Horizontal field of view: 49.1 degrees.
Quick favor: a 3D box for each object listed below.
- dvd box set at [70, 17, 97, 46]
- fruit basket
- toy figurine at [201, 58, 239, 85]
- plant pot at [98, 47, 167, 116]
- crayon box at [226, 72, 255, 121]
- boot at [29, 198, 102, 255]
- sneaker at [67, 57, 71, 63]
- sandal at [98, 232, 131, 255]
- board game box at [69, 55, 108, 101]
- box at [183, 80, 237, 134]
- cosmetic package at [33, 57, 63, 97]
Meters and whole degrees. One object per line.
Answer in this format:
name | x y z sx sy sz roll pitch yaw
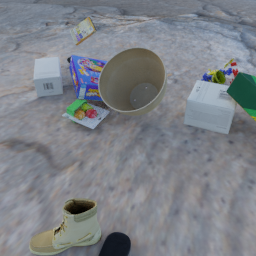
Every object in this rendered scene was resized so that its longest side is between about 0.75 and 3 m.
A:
dvd box set | -1.424 -3.065 8.864 0.809 0.119 0.592 -31 70 16
fruit basket | -1.460 -0.466 9.797 1.261 0.591 1.168 26 42 11
toy figurine | 3.648 -1.983 11.726 1.344 1.183 2.243 -7 23 42
plant pot | 0.346 -1.337 9.427 2.248 1.509 2.248 -7 71 19
crayon box | 4.877 -0.523 8.573 2.870 0.837 2.476 7 36 -28
boot | -1.342 2.034 5.814 1.535 1.193 0.559 -6 37 -8
sneaker | -2.567 -3.096 13.305 1.116 0.421 0.442 27 46 32
sandal | -0.457 2.843 5.378 0.752 0.424 1.978 7 37 9
board game box | -1.261 -2.002 11.240 1.843 0.614 2.741 5 33 -21
box | 2.895 -0.759 9.687 1.557 1.017 1.549 15 39 19
cosmetic package | -3.324 -2.198 11.742 1.069 0.843 1.986 -8 37 -8
